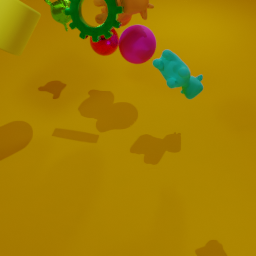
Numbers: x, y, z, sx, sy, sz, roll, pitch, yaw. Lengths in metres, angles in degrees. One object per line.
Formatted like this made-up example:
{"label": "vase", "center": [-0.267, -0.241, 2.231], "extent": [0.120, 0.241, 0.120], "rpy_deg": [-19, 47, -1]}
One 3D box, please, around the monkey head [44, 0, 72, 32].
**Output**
{"label": "monkey head", "center": [-2.070, -3.547, 8.667], "extent": [0.699, 1.161, 0.835], "rpy_deg": [-23, 36, 18]}

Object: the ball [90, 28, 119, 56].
{"label": "ball", "center": [-0.695, -2.592, 8.312], "extent": [0.881, 0.881, 0.881], "rpy_deg": [0, 52, 0]}

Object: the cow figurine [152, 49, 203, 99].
{"label": "cow figurine", "center": [1.369, -1.409, 7.414], "extent": [1.406, 0.772, 1.383], "rpy_deg": [54, 25, 9]}

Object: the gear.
{"label": "gear", "center": [-0.831, -2.892, 6.919], "extent": [1.433, 1.433, 0.265], "rpy_deg": [9, 24, 7]}

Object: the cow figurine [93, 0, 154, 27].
{"label": "cow figurine", "center": [-0.082, -3.327, 7.802], "extent": [1.690, 0.943, 1.718], "rpy_deg": [-3, 7, 11]}

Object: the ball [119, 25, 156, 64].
{"label": "ball", "center": [0.270, -2.391, 8.048], "extent": [1.085, 1.085, 1.085], "rpy_deg": [0, 52, 0]}

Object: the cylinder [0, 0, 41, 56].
{"label": "cylinder", "center": [-2.957, -2.598, 6.891], "extent": [1.191, 1.191, 1.191], "rpy_deg": [37, 102, 25]}
